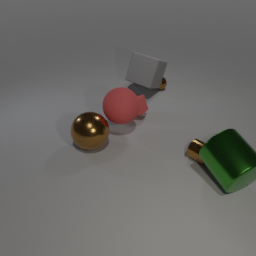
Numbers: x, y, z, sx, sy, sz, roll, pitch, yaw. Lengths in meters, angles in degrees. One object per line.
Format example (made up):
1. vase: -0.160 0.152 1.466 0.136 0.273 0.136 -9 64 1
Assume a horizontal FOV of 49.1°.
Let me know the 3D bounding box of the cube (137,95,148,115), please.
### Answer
1. cube: 0.377 -0.958 12.098 0.700 0.700 0.700 -12 16 26

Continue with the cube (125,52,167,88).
1. cube: 0.914 -2.821 13.797 1.400 1.400 1.400 23 16 20

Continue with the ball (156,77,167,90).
1. ball: 1.693 -2.353 14.696 0.700 0.700 0.700 0 32 0

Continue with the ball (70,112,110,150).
1. ball: -1.369 0.104 10.126 1.400 1.400 1.400 0 32 0

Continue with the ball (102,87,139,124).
1. ball: -0.266 -0.837 10.612 1.400 1.400 1.400 0 32 0

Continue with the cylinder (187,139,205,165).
1. cylinder: 2.505 0.815 9.637 0.700 0.700 0.700 -25 40 -34

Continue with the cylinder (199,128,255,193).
1. cylinder: 3.106 0.974 8.408 1.400 1.400 1.400 -15 53 -23
